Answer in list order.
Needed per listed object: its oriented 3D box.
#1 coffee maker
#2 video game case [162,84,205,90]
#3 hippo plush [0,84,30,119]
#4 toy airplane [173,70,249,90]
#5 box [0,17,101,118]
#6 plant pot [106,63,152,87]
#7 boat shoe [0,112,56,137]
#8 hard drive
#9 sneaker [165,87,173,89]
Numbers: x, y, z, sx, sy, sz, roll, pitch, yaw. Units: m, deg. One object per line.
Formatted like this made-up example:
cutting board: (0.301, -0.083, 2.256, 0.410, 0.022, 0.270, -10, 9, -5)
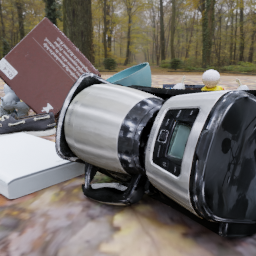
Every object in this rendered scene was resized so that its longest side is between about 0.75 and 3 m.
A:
coffee maker: (0.736, 0.164, 4.139, 2.649, 1.857, 2.758, -11, 18, -40)
video game case: (3.324, -2.181, 16.371, 2.455, 0.233, 1.754, 2, -10, 13)
hippo plush: (-4.128, -1.006, 9.848, 1.113, 1.123, 1.397, -33, -37, 30)
toy airplane: (2.592, -0.985, 9.182, 2.550, 1.799, 2.539, -2, 14, -12)
box: (-2.545, -1.908, 9.749, 2.309, 2.333, 2.813, -42, 10, 4)
plant pot: (0.131, -1.714, 12.340, 2.234, 1.505, 2.234, -21, 19, 8)
boat shoe: (-3.157, -0.105, 7.890, 2.176, 0.656, 0.804, -2, 13, -10)
hard drive: (-2.177, 0.591, 5.587, 2.627, 0.351, 1.733, 12, 17, 40)
sneaker: (2.346, -1.777, 14.975, 0.732, 0.738, 2.036, -3, 15, -16)
